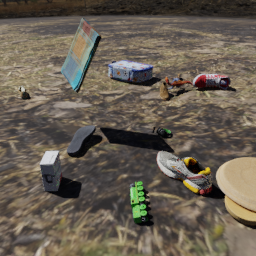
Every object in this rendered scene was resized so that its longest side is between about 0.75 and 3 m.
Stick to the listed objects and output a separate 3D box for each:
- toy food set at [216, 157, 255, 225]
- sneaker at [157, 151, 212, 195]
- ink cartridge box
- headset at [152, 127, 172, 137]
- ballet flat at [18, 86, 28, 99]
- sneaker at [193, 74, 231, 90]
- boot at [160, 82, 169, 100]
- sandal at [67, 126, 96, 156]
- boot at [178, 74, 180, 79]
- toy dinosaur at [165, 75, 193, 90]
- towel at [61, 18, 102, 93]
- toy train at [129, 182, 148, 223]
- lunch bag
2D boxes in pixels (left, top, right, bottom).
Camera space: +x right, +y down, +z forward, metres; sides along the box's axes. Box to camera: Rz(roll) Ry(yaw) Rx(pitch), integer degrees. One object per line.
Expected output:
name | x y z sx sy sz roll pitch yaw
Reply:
toy food set | 3.528 1.565 7.420 2.294 0.564 2.317 -2 28 -3
sneaker | 1.632 1.087 8.082 0.751 0.793 1.930 -22 34 -36
ink cartridge box | -2.119 1.178 7.767 0.384 0.921 0.668 0 28 0
headset | 1.250 0.103 10.393 0.808 0.379 0.499 -3 25 -29
ballet flat | -5.280 -1.872 14.084 0.456 0.422 1.294 -8 28 -29
sneaker | 4.509 -2.424 14.804 2.085 0.743 1.172 -14 28 -29
boot | 1.801 -1.834 13.869 0.456 0.468 1.240 1 42 -3
sandal | -1.648 0.454 9.858 0.634 0.357 1.666 4 37 22
boot | 2.862 -2.941 16.278 0.341 0.332 0.903 -2 28 19
toy dinosaur | 2.450 -2.401 14.373 1.532 0.804 1.390 -6 9 20
towel | -1.687 -2.517 9.695 0.234 2.156 1.581 4 36 -39
toy train | 0.254 1.870 7.177 0.388 0.287 1.375 -11 28 2
lunch bag | 0.146 -3.390 16.471 2.480 0.937 1.987 21 32 32
